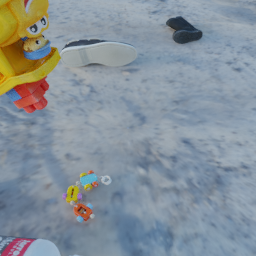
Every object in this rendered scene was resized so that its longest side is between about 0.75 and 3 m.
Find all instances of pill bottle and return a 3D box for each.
[{"bbox_3d":[-1.937,2.443,4.224,2.762,1.529,1.529,3,43,4],"label":"pill bottle"}]

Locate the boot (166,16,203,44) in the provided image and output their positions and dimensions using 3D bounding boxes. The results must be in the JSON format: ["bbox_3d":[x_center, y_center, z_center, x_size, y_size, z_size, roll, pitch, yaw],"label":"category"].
[{"bbox_3d":[2.200,-4.393,12.343,1.475,0.587,1.789,-9,46,-24],"label":"boot"}]

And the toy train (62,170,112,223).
[{"bbox_3d":[-0.898,1.501,6.163,0.891,0.330,1.186,21,50,19],"label":"toy train"}]

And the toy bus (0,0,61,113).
[{"bbox_3d":[-1.976,-1.296,4.851,2.225,2.136,1.510,-17,31,35],"label":"toy bus"}]

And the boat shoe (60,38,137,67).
[{"bbox_3d":[-1.084,-2.855,10.426,2.831,1.046,0.854,-5,47,7],"label":"boat shoe"}]
